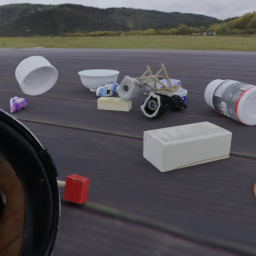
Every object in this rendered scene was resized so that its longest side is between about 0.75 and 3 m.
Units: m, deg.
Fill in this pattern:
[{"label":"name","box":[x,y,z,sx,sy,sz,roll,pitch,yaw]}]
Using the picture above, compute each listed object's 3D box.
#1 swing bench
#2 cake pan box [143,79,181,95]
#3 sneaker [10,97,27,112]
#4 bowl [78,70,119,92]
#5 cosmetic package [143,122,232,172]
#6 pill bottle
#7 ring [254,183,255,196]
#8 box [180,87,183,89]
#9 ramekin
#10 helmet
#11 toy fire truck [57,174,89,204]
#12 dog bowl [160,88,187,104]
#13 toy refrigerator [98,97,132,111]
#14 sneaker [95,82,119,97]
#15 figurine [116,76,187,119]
[{"label":"swing bench","box":[1.154,-1.759,10.818,0.780,1.202,1.195,-48,23,-13]},{"label":"cake pan box","box":[1.784,-2.191,14.879,1.497,0.425,1.626,20,43,40]},{"label":"sneaker","box":[-4.669,-1.022,12.022,0.596,0.542,1.348,5,17,-10]},{"label":"bowl","box":[-1.629,-2.650,15.818,2.297,1.032,2.297,1,20,0]},{"label":"cosmetic package","box":[1.562,0.439,7.442,2.091,0.764,1.083,-9,21,-21]},{"label":"pill bottle","box":[4.130,-1.098,10.871,1.394,1.394,2.447,-6,19,-16]},{"label":"ring","box":[3.661,1.383,5.616,2.082,0.200,2.082,0,19,0]},{"label":"box","box":[2.437,-2.100,15.407,1.089,0.273,0.410,-7,21,-21]},{"label":"ramekin","box":[-2.108,-1.211,6.409,0.896,0.896,0.437,-19,62,-43]},{"label":"helmet","box":[-2.480,0.980,2.918,2.820,2.958,2.958,-11,11,34]},{"label":"toy fire truck","box":[-1.903,1.080,5.367,1.956,0.477,1.380,9,3,22]},{"label":"dog bowl","box":[2.052,-1.506,13.273,1.428,0.562,1.428,0,19,0]},{"label":"toy refrigerator","box":[-0.579,-1.067,12.140,1.391,0.487,0.528,6,20,15]},{"label":"sneaker","box":[-0.974,-1.941,14.617,0.642,0.631,1.666,23,35,27]},{"label":"figurine","box":[1.055,-1.344,11.703,2.358,1.015,2.301,37,28,31]}]
